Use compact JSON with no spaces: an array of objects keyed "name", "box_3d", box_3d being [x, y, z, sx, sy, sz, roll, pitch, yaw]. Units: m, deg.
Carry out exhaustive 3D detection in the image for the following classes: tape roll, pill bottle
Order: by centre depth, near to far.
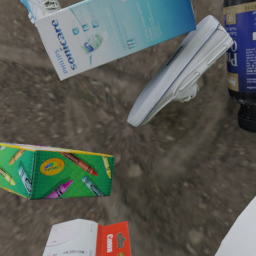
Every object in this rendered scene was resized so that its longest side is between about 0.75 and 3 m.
[{"name":"tape roll","box_3d":[2.700,2.046,4.972,2.674,2.674,0.935,-43,47,-10]},{"name":"pill bottle","box_3d":[2.977,-1.443,6.018,1.636,1.636,2.926,-11,109,-3]}]

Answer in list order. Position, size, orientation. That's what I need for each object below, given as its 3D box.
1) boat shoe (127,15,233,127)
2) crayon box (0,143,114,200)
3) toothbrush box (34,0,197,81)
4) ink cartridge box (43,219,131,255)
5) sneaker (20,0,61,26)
[{"name":"boat shoe","box_3d":[1.043,-0.929,5.557,0.851,0.958,2.604,38,103,-12]},{"name":"crayon box","box_3d":[-1.539,0.672,4.917,1.406,2.367,0.690,10,84,-43]},{"name":"toothbrush box","box_3d":[-0.271,-1.924,5.098,2.419,1.771,1.032,-20,115,-2]},{"name":"ink cartridge box","box_3d":[-0.526,1.464,3.626,1.051,0.854,0.300,-18,104,1]},{"name":"sneaker","box_3d":[-2.256,-3.438,7.322,0.866,1.002,2.311,-25,69,-41]}]
